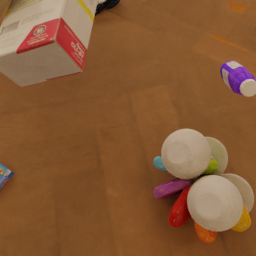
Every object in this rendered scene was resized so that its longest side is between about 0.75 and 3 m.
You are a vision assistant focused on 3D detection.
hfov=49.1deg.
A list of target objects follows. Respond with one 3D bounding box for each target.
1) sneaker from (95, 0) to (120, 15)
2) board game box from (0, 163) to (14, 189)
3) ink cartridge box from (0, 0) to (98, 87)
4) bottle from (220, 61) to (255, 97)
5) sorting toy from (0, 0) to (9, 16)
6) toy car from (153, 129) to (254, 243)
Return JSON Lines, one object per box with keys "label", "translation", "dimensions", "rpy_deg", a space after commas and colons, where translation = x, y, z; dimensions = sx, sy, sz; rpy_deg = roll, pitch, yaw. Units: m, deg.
{"label": "sneaker", "translation": [-1.004, -5.162, 11.342], "dimensions": [1.590, 0.602, 0.612], "rpy_deg": [-29, 68, -17]}
{"label": "board game box", "translation": [-3.772, 1.286, 7.820], "dimensions": [0.914, 0.206, 0.695], "rpy_deg": [29, 64, 16]}
{"label": "ink cartridge box", "translation": [-2.033, -2.689, 7.161], "dimensions": [2.075, 1.193, 2.860], "rpy_deg": [-7, 61, 26]}
{"label": "bottle", "translation": [2.522, -1.104, 6.376], "dimensions": [0.486, 0.621, 1.487], "rpy_deg": [-23, 20, 13]}
{"label": "sorting toy", "translation": [-2.771, -3.947, 7.029], "dimensions": [0.346, 2.581, 1.923], "rpy_deg": [30, 37, -31]}
{"label": "toy car", "translation": [1.606, 1.417, 6.861], "dimensions": [2.042, 2.383, 2.723], "rpy_deg": [-38, 65, 23]}
